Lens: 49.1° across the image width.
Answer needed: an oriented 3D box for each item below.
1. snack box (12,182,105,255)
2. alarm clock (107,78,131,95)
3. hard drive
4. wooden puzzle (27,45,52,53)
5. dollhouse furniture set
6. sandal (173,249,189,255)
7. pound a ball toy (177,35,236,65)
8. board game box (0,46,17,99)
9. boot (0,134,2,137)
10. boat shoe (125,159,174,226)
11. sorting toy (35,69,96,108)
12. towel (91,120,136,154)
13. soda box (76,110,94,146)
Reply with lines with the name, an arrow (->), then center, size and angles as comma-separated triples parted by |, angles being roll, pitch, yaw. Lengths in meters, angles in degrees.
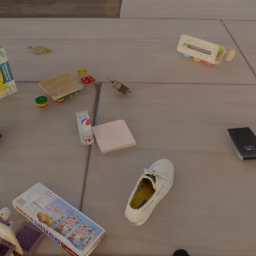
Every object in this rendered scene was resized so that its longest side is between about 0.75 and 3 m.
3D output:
snack box -> -1.968, 2.519, 7.829 | 2.718, 0.330, 0.977 | 26, 40, 27
alarm clock -> -0.441, -1.835, 12.186 | 1.147, 0.382, 0.774 | 32, 7, -24
hard drive -> 4.201, 0.564, 10.063 | 0.972, 0.305, 1.441 | -5, 43, -5
wooden puzzle -> -4.892, -4.323, 15.462 | 1.257, 0.147, 0.848 | 26, 44, 25
dollhouse furniture set -> -3.737, 2.523, 6.861 | 2.486, 1.764, 1.970 | 19, 46, 18
sandal -> 1.530, 3.616, 6.755 | 0.563, 0.338, 1.500 | -14, 45, -15
pound a ball toy -> 4.043, -3.940, 14.578 | 2.536, 1.077, 1.653 | 30, 25, 28
board game box -> -6.174, -1.898, 11.369 | 0.665, 2.138, 2.832 | 32, 52, 30
boot -> -5.040, 0.536, 9.872 | 1.196, 0.602, 1.600 | -23, 47, -23
boat shoe -> 0.685, 1.615, 8.366 | 0.928, 1.070, 2.511 | 24, 48, 24
sorting toy -> -2.870, -1.782, 12.440 | 2.978, 0.504, 1.436 | -29, 50, -27
towel -> -0.547, 0.295, 10.417 | 1.341, 0.226, 1.404 | -15, 44, -14
soda box -> -1.632, -0.026, 10.557 | 0.467, 0.503, 1.473 | -10, 43, -10
